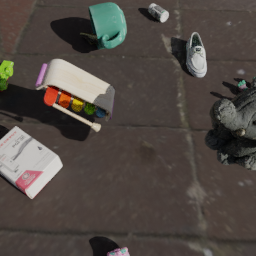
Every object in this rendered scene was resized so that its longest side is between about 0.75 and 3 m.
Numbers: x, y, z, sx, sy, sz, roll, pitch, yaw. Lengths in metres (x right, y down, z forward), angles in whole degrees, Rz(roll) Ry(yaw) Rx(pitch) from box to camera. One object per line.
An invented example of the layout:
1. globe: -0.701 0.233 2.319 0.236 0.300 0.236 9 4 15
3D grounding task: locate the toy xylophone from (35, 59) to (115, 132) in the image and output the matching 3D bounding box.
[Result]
1. toy xylophone: -1.161 -0.752 6.612 2.078 0.522 1.521 32 52 -23

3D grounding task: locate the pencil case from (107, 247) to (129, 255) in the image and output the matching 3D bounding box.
1. pencil case: -0.088 3.461 6.445 0.564 0.564 1.290 -13 57 -8

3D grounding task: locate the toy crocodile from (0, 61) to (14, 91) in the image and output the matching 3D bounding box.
1. toy crocodile: -4.477 -1.735 9.893 0.594 0.543 1.759 4 53 -2

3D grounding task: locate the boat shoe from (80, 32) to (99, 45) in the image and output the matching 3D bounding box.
1. boat shoe: -1.436 -3.506 11.032 1.261 0.414 0.451 21 23 34

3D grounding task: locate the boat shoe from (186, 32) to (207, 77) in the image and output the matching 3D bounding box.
1. boat shoe: 2.511 -2.774 10.451 0.708 0.643 1.926 -5 57 -3

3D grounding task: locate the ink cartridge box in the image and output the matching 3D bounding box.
1. ink cartridge box: -2.976 0.949 7.971 1.744 0.722 1.278 30 62 18

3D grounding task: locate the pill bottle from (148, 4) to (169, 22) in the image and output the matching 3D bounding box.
1. pill bottle: 1.283 -4.930 11.960 0.482 0.482 0.853 -33 63 -20

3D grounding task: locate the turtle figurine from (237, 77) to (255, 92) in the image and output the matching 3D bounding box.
1. turtle figurine: 4.457 -1.021 9.186 1.297 0.872 1.733 -3 39 -21

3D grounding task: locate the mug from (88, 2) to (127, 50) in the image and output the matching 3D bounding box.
1. mug: -0.684 -3.734 10.584 1.179 1.566 1.906 -16 85 -6

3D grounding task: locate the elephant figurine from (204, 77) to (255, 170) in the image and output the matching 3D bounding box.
1. elephant figurine: 2.070 -0.157 4.531 1.411 1.995 1.547 22 67 15
